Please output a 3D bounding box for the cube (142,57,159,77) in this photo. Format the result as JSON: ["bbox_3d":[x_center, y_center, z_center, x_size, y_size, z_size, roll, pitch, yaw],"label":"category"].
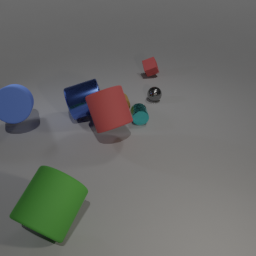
[{"bbox_3d":[1.262,-3.404,15.593,0.700,0.700,0.700,-17,68,15],"label":"cube"}]

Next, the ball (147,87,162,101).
[{"bbox_3d":[1.266,-1.620,13.370,0.700,0.700,0.700,0,33,0],"label":"ball"}]

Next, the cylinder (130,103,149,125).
[{"bbox_3d":[0.487,-0.581,11.776,0.700,0.700,0.700,-3,33,-5],"label":"cylinder"}]

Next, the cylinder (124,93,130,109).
[{"bbox_3d":[-0.291,-1.136,12.629,0.700,0.700,0.700,-5,33,-8],"label":"cylinder"}]

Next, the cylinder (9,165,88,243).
[{"bbox_3d":[-1.914,1.868,6.927,1.400,1.400,1.400,16,63,23],"label":"cylinder"}]

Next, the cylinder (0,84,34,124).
[{"bbox_3d":[-4.459,-0.976,10.980,1.400,1.400,1.400,-9,14,-14],"label":"cylinder"}]

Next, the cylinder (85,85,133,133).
[{"bbox_3d":[-0.687,-0.683,10.288,1.400,1.400,1.400,-19,4,1],"label":"cylinder"}]

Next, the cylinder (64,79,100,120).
[{"bbox_3d":[-1.796,-1.201,11.738,1.400,1.400,1.400,-18,35,-2],"label":"cylinder"}]
